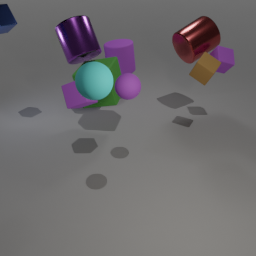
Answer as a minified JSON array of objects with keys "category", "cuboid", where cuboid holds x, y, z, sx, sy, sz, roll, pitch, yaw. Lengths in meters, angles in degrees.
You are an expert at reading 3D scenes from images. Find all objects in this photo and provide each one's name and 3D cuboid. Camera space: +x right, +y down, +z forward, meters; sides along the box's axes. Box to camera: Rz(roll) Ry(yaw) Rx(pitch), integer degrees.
[{"category":"cylinder","cuboid":[-0.383,-3.407,13.496,1.400,1.400,1.400,-5,32,3]},{"category":"cube","cuboid":[2.709,-2.083,9.852,0.700,0.700,0.700,36,57,6]},{"category":"cube","cuboid":[-1.423,-1.002,8.303,0.700,0.700,0.700,-15,0,20]},{"category":"cylinder","cuboid":[2.760,-3.570,11.391,1.400,1.400,1.400,-34,38,-8]},{"category":"ball","cuboid":[-0.003,-1.098,7.405,0.700,0.700,0.700,0,29,0]},{"category":"cube","cuboid":[-1.063,-1.731,10.656,1.400,1.400,1.400,-4,33,17]},{"category":"cylinder","cuboid":[-1.910,-3.370,10.839,1.400,1.400,1.400,-21,4,1]},{"category":"cube","cuboid":[-4.239,-3.554,9.194,0.700,0.700,0.700,-17,14,39]},{"category":"cube","cuboid":[3.585,-2.624,10.790,0.700,0.700,0.700,9,69,-15]},{"category":"ball","cuboid":[-0.622,-0.862,5.157,0.700,0.700,0.700,0,29,0]}]
